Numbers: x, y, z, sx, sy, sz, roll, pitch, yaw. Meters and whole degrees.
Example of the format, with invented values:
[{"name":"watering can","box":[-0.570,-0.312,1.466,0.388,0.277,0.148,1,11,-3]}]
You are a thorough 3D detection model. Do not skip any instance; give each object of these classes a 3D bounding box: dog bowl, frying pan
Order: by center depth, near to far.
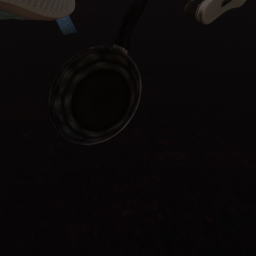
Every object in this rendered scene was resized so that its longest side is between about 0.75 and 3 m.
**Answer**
[{"name":"frying pan","box":[-0.346,-0.776,3.433,1.224,2.023,0.329,2,-14,23]},{"name":"dog bowl","box":[-1.705,-2.928,6.893,0.335,1.352,0.754,-25,3,0]}]

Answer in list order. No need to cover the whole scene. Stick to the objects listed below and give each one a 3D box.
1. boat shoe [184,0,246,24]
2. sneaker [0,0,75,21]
[{"name":"boat shoe","box":[2.465,-3.535,7.409,2.301,0.813,0.732,-34,54,-23]},{"name":"sneaker","box":[-1.883,-1.819,3.600,1.082,0.976,2.640,-2,11,35]}]
